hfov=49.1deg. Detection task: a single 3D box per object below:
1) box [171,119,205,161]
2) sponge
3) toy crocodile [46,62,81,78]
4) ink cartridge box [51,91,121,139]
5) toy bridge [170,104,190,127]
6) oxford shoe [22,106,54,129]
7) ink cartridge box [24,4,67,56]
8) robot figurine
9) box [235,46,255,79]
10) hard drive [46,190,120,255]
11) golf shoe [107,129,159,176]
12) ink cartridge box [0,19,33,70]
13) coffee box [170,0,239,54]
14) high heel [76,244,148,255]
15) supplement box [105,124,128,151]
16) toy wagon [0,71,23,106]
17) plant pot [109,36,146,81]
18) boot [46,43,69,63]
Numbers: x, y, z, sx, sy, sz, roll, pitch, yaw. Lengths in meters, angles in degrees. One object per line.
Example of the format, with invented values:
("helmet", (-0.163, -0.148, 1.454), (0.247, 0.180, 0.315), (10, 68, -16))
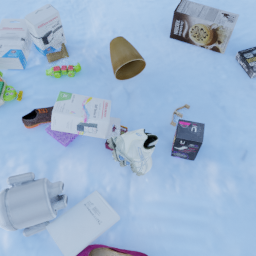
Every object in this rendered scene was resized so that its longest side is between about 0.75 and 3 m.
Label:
("box", (2.137, 0.452, 10.146), (0.935, 1.529, 0.811), (11, 61, 6))
("sponge", (-2.210, -0.251, 11.262), (1.112, 0.297, 1.993), (36, 66, 19))
("toy crocodile", (-2.875, -2.586, 12.486), (1.610, 0.497, 0.544), (-5, 60, -3))
("ink cartridge box", (-1.371, -0.439, 9.946), (2.406, 0.810, 1.409), (10, 38, -8))
("toy bridge", (2.069, -0.570, 11.524), (0.405, 0.164, 1.205), (33, 65, 20))
("oxford shoe", (-3.399, -0.543, 11.241), (1.715, 0.622, 0.610), (-28, 64, -15))
("ink cartridge box", (-3.691, -4.423, 12.752), (1.341, 1.848, 0.774), (-39, 67, -20))
("robot figurine", (-3.225, 2.472, 9.076), (2.444, 1.380, 2.072), (-14, 94, -8))
("box", (6.032, -3.098, 12.808), (1.734, 0.431, 1.367), (-17, 62, -10))
("hard drive", (-1.454, 3.099, 9.117), (2.025, 0.270, 1.336), (-33, 54, -25))
("golf shoe", (0.515, 0.788, 9.185), (1.358, 2.794, 1.094), (-29, 66, 12))
("ink cartridge box", (-5.360, -3.933, 13.045), (1.456, 0.851, 2.510), (2, 60, 1))
("coffee box", (3.490, -4.741, 13.110), (2.754, 1.556, 1.099), (21, 62, 13))
("high heel", (-0.566, 3.885, 8.344), (2.593, 1.246, 0.874), (3, 60, 2))
("supplement box", (-0.439, 0.382, 10.823), (0.552, 0.428, 1.000), (19, 62, 11))
("toy wagon", (-5.950, -1.527, 11.836), (2.875, 0.569, 2.230), (0, 61, 0))
("plant pot", (-0.157, -2.882, 11.173), (1.354, 1.354, 1.453), (-19, 73, -11))
("boot", (-3.354, -3.540, 13.135), (1.002, 0.332, 0.878), (-18, 62, -9))
